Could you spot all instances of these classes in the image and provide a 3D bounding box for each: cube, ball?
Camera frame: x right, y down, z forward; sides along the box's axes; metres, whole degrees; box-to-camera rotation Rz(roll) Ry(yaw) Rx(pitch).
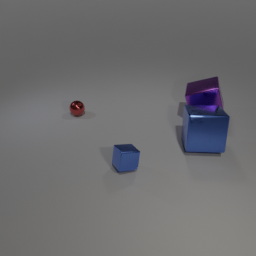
[{"bbox_3d":[-0.079,0.998,9.530,0.700,0.700,0.700,-2,20,-25],"label":"cube"},{"bbox_3d":[3.393,-1.251,12.348,1.400,1.400,1.400,-10,27,22],"label":"cube"},{"bbox_3d":[-2.326,-0.910,12.812,0.700,0.700,0.700,0,32,0],"label":"ball"},{"bbox_3d":[2.824,-0.006,10.461,1.400,1.400,1.400,2,20,3],"label":"cube"}]
